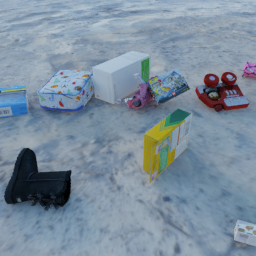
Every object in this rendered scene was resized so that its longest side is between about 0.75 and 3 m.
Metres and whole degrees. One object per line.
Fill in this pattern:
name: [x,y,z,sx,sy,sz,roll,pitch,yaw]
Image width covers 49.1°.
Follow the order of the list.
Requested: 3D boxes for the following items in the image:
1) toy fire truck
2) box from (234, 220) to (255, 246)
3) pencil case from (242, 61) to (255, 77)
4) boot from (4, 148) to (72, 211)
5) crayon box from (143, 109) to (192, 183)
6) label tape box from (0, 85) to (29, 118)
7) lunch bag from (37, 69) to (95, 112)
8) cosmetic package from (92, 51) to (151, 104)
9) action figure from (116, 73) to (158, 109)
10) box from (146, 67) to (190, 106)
toy fire truck: [4.169,-1.492,12.533,2.051,1.150,1.723,-8,54,-9]
box: [3.658,2.775,6.866,1.971,0.408,0.381,10,36,16]
pencil case: [7.103,-2.958,14.759,1.933,0.877,0.905,15,5,22]
boot: [-2.557,1.452,8.441,1.723,0.778,2.102,-1,42,2]
crayon box: [1.195,0.527,9.149,0.606,1.478,2.350,25,42,31]
label tape box: [-5.164,-1.222,12.453,1.337,0.617,1.866,-9,34,-15]
lunch bag: [-2.777,-1.813,12.940,2.229,1.051,2.782,4,35,13]
cosmetic package: [-0.238,-2.502,13.434,1.241,1.574,2.926,22,42,32]
action figure: [0.707,-1.347,12.390,1.840,1.655,2.471,40,45,5]
box: [1.740,-1.815,12.179,1.652,1.128,0.311,-27,-2,-18]
